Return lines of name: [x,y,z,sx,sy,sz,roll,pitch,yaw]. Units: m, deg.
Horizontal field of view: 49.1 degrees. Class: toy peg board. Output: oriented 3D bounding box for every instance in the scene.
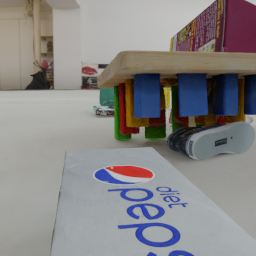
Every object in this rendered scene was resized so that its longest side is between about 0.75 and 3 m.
toy peg board: [1.032,-0.439,5.311,2.903,1.420,2.891,-3,4,-12]

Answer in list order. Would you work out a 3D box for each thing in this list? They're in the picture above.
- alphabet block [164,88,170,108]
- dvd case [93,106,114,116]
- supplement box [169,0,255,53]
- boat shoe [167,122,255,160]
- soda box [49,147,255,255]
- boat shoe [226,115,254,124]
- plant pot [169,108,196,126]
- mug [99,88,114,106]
alphabet block: [1.176,-1.588,13.478,1.271,1.241,1.248,7,14,42]
dvd case: [-0.275,-0.654,10.661,2.046,0.225,1.494,0,10,-10]
supplement box: [2.162,-2.003,7.311,1.248,1.583,2.418,13,-12,-20]
boat shoe: [1.482,0.155,4.942,1.607,0.568,0.729,-6,12,-30]
soda box: [0.045,0.686,1.339,0.764,0.710,2.238,-2,10,-11]
boat shoe: [3.102,-0.177,7.740,1.038,0.374,0.356,4,30,-24]
plant pot: [1.823,-0.455,7.883,1.099,1.029,1.029,19,14,14]
mug: [-0.560,-1.202,11.625,1.311,0.811,1.077,-12,-28,26]
